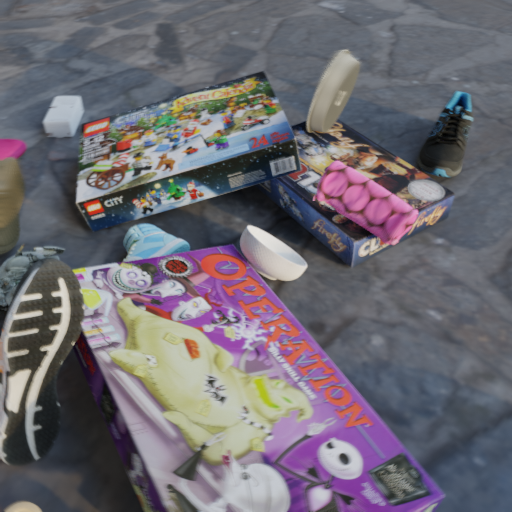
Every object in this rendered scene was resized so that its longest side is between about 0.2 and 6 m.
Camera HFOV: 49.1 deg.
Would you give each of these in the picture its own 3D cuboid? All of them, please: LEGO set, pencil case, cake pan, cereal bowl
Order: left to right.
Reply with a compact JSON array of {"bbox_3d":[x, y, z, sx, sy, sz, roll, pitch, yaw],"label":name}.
[{"bbox_3d":[-4.130,0.371,9.022,3.016,0.855,1.958,3,44,3],"label":"LEGO set"},{"bbox_3d":[0.219,0.032,9.390,1.230,0.512,1.230,33,11,-7],"label":"cereal bowl"},{"bbox_3d":[1.578,-3.268,11.376,0.322,1.756,1.756,29,49,12],"label":"cake pan"},{"bbox_3d":[1.824,-0.854,9.441,1.698,0.771,0.795,34,80,16],"label":"pencil case"}]

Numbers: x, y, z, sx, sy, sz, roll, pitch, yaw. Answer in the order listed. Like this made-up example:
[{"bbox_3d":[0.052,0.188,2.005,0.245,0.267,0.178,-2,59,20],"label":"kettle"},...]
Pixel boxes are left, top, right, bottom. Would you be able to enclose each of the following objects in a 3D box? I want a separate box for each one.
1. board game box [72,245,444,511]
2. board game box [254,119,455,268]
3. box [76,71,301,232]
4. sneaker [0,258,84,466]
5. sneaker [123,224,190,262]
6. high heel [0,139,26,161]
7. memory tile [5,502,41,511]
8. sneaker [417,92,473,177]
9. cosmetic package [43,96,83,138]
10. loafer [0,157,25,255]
[{"bbox_3d":[-0.412,1.698,7.241,3.003,0.808,5.003,-7,40,-36],"label":"board game box"},{"bbox_3d":[1.632,-1.494,11.163,2.507,0.640,3.701,-26,49,-25],"label":"board game box"},{"bbox_3d":[-1.452,-2.205,11.225,4.138,0.780,2.826,-17,45,0],"label":"box"},{"bbox_3d":[-2.949,1.243,7.052,1.056,2.640,0.973,24,11,40],"label":"sneaker"},{"bbox_3d":[-2.072,0.046,9.541,1.095,0.667,1.677,31,42,26],"label":"sneaker"},{"bbox_3d":[-6.263,-2.285,11.515,2.760,1.327,0.930,-21,47,-21],"label":"high heel"},{"bbox_3d":[-3.322,3.247,5.865,1.905,0.160,1.460,14,51,-15],"label":"memory tile"},{"bbox_3d":[4.121,-2.639,12.112,0.929,1.039,2.538,15,46,15],"label":"sneaker"},{"bbox_3d":[-4.547,-3.302,13.257,0.618,0.450,1.216,-2,42,-2],"label":"cosmetic package"},{"bbox_3d":[-4.923,-0.870,10.304,0.923,1.041,2.738,-12,35,-3],"label":"loafer"}]
